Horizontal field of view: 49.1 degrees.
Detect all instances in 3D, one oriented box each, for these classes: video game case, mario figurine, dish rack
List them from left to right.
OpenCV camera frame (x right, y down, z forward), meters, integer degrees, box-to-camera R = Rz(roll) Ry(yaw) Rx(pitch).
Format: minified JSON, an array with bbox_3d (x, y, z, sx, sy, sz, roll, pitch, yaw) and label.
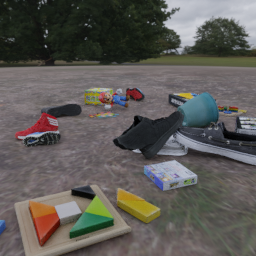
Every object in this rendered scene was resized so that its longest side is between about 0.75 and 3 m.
[{"bbox_3d":[-0.672,-1.380,13.478,1.481,0.785,0.914,7,45,-9],"label":"mario figurine"},{"bbox_3d":[1.049,0.314,8.838,1.667,0.423,1.942,4,17,10],"label":"dish rack"},{"bbox_3d":[0.960,1.078,6.481,0.870,0.218,0.960,-6,17,-21],"label":"video game case"}]

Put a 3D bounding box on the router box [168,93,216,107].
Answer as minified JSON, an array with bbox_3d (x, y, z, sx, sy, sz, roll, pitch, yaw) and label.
[{"bbox_3d":[3.241,-1.373,14.436,1.603,0.549,2.149,-5,17,-16],"label":"router box"}]

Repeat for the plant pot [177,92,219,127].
[{"bbox_3d":[2.595,-0.580,10.679,1.197,1.274,1.274,-19,20,-11],"label":"plant pot"}]

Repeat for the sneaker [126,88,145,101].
[{"bbox_3d":[0.611,-2.071,16.568,0.900,0.747,1.883,-6,17,-25],"label":"sneaker"}]

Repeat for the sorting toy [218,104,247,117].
[{"bbox_3d":[4.662,-0.843,12.988,2.031,0.343,0.979,-9,19,-30],"label":"sorting toy"}]

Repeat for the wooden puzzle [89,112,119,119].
[{"bbox_3d":[-1.045,-0.562,12.443,1.349,0.095,0.800,-8,18,-25],"label":"wooden puzzle"}]

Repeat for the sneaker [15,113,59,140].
[{"bbox_3d":[-3.094,-0.100,9.486,1.438,0.831,0.563,-9,18,-29],"label":"sneaker"}]

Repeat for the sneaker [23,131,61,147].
[{"bbox_3d":[-2.721,0.281,8.875,1.140,0.448,0.508,-5,19,-15],"label":"sneaker"}]

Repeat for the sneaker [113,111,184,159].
[{"bbox_3d":[0.628,-0.022,7.755,2.168,1.131,0.651,-48,13,-25],"label":"sneaker"}]

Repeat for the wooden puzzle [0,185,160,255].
[{"bbox_3d":[-1.005,1.486,4.880,2.810,0.329,1.896,-11,19,-33],"label":"wooden puzzle"}]

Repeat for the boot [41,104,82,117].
[{"bbox_3d":[-3.021,-0.849,12.704,1.633,0.570,1.075,-4,11,-31],"label":"boot"}]

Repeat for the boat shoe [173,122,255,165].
[{"bbox_3d":[2.519,0.242,7.622,2.560,0.848,0.895,18,24,24],"label":"boat shoe"}]

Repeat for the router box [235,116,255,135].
[{"bbox_3d":[4.738,0.165,8.930,2.425,0.619,1.809,5,17,18],"label":"router box"}]

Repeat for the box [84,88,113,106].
[{"bbox_3d":[-1.573,-1.737,15.324,1.208,0.765,1.254,6,16,18],"label":"box"}]
